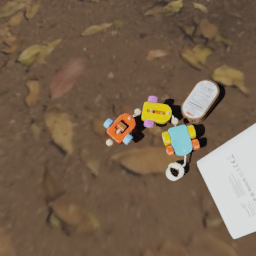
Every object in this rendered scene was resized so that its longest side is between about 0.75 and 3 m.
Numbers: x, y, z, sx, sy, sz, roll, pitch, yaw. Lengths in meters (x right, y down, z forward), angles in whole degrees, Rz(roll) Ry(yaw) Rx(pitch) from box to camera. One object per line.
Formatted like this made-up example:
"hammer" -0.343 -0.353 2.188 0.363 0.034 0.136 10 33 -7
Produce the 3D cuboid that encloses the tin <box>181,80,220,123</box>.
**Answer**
"tin" 2.080 -0.790 8.104 0.772 0.289 1.379 32 83 26

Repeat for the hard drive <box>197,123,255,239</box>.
"hard drive" 3.009 0.865 5.871 0.397 2.973 1.961 5 53 -40

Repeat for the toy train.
"toy train" 0.654 0.230 7.489 2.414 0.671 1.814 36 82 10
